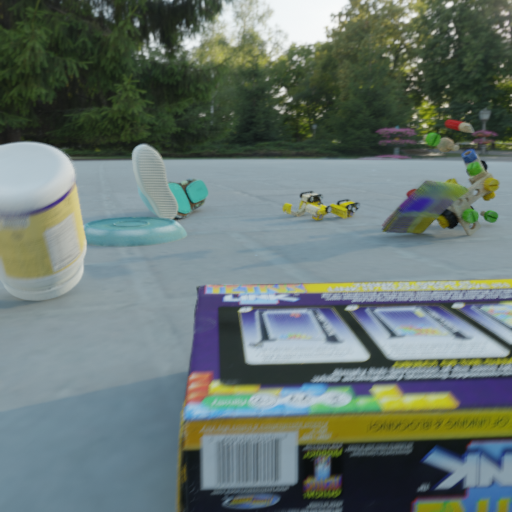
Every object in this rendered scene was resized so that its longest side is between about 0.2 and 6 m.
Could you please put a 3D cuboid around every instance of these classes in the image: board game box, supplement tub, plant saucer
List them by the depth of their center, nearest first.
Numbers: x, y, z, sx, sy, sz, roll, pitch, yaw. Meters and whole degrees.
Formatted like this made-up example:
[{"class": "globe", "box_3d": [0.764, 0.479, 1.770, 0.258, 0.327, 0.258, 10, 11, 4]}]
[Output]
[{"class": "board game box", "box_3d": [1.037, 0.849, 3.868, 3.004, 0.852, 2.483, -1, 10, -3]}, {"class": "supplement tub", "box_3d": [-2.758, -0.385, 6.865, 1.217, 1.673, 1.217, 3, 43, -3]}, {"class": "plant saucer", "box_3d": [-2.587, -0.545, 11.598, 2.285, 0.313, 2.285, -1, 12, 0]}]

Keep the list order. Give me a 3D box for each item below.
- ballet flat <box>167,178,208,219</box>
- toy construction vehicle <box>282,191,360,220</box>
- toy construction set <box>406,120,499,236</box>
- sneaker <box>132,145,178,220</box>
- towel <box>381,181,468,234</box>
[{"class": "ballet flat", "box_3d": [-2.118, -1.400, 14.579, 1.055, 1.055, 2.842, 4, 11, 16]}, {"class": "toy construction vehicle", "box_3d": [1.634, -1.167, 14.223, 1.367, 0.553, 1.570, 25, 29, 39]}, {"class": "toy construction set", "box_3d": [4.444, -1.587, 11.982, 2.044, 2.451, 1.883, -11, 19, -4]}, {"class": "sneaker", "box_3d": [-2.378, -1.593, 12.179, 0.798, 1.949, 0.720, 24, 54, 33]}, {"class": "towel", "box_3d": [3.340, -0.920, 11.203, 1.129, 0.179, 1.572, 3, -33, -25]}]
